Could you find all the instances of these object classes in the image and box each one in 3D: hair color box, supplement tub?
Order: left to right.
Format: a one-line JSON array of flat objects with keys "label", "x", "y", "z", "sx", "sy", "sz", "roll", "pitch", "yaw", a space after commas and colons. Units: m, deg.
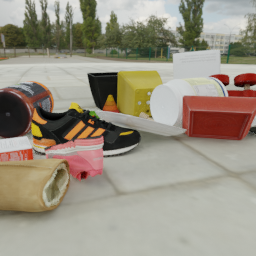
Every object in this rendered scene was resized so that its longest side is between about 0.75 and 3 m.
[{"label": "hair color box", "x": -2.862, "y": 0.610, "z": 5.861, "sx": 1.584, "sy": 0.506, "sz": 0.878, "roll": -6, "pitch": 17, "yaw": -25}, {"label": "supplement tub", "x": -3.175, "y": -0.686, "z": 8.707, "sx": 1.439, "sy": 1.439, "sz": 2.690, "roll": 1, "pitch": 16, "yaw": 3}, {"label": "supplement tub", "x": 1.915, "y": -0.786, "z": 8.805, "sx": 2.122, "sy": 1.539, "sz": 1.539, "roll": -10, "pitch": 19, "yaw": -32}]

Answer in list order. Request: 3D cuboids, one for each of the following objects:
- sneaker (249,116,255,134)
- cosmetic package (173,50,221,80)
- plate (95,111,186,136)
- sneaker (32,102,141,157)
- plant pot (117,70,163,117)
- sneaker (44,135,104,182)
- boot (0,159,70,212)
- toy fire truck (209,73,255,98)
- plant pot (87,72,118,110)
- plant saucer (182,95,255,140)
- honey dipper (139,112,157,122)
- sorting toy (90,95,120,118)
[{"label": "sneaker", "x": 3.343, "y": -0.118, "z": 8.186, "sx": 1.940, "sy": 0.686, "sz": 0.962, "roll": -8, "pitch": -22, "yaw": 29}, {"label": "cosmetic package", "x": 3.042, "y": -2.189, "z": 12.162, "sx": 1.885, "sy": 1.887, "sz": 2.287, "roll": -1, "pitch": 4, "yaw": 17}, {"label": "plate", "x": 0.284, "y": -0.104, "z": 7.719, "sx": 1.923, "sy": 0.312, "sz": 1.928, "roll": 11, "pitch": 1, "yaw": -32}, {"label": "sneaker", "x": -1.011, "y": -0.021, "z": 6.737, "sx": 2.671, "sy": 1.202, "sz": 0.934, "roll": -1, "pitch": 17, "yaw": 0}, {"label": "plant pot", "x": 0.541, "y": -1.193, "z": 10.468, "sx": 1.601, "sy": 1.601, "sz": 1.412, "roll": -5, "pitch": 26, "yaw": -15}, {"label": "sneaker", "x": -1.092, "y": 0.659, "z": 5.446, "sx": 0.680, "sy": 0.801, "sz": 1.846, "roll": -8, "pitch": -5, "yaw": -39}, {"label": "boot", "x": -2.482, "y": 0.937, "z": 4.030, "sx": 2.753, "sy": 0.911, "sz": 2.411, "roll": 2, "pitch": 16, "yaw": 4}, {"label": "toy fire truck", "x": 3.690, "y": -1.045, "z": 10.592, "sx": 2.530, "sy": 1.419, "sz": 2.125, "roll": -1, "pitch": -10, "yaw": -1}, {"label": "plant pot", "x": -0.775, "y": -1.571, "z": 11.795, "sx": 1.609, "sy": 1.427, "sz": 1.605, "roll": -5, "pitch": 16, "yaw": -18}, {"label": "plant saucer", "x": 2.327, "y": -0.178, "z": 7.295, "sx": 1.819, "sy": 0.335, "sz": 1.823, "roll": 4, "pitch": -29, "yaw": 13}, {"label": "honey dipper", "x": 0.722, "y": -0.153, "z": 7.465, "sx": 0.898, "sy": 0.170, "sz": 0.170, "roll": 30, "pitch": 26, "yaw": 17}, {"label": "sorting toy", "x": -1.195, "y": -0.771, "z": 10.263, "sx": 2.143, "sy": 0.738, "sz": 0.743, "roll": -14, "pitch": 21, "yaw": -42}]
